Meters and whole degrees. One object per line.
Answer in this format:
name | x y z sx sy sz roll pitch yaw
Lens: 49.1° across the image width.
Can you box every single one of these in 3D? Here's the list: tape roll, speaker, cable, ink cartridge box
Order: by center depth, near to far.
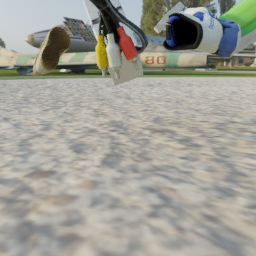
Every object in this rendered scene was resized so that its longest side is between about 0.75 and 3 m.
cable | -0.356 -2.003 5.128 1.088 2.240 0.564 -9 36 21
speaker | 3.762 -3.224 7.722 2.837 1.255 1.255 -31 -5 32
ink cartridge box | -0.532 -3.335 10.163 1.228 2.913 2.127 -21 -17 1
tape roll | 1.664 -4.456 11.335 1.476 0.270 1.476 -43 7 6

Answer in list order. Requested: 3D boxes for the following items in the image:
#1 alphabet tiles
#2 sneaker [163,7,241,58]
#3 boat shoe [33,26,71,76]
alphabet tiles | -1.279 -2.592 7.410 0.037 0.822 0.983 -40 -7 30
sneaker | 1.554 -2.679 7.454 1.575 1.102 2.728 0 28 -20
boat shoe | -2.595 -2.612 9.377 0.734 0.811 2.276 -26 34 33
